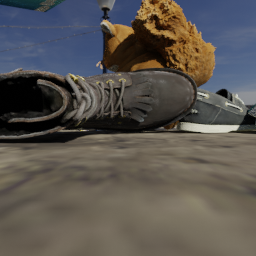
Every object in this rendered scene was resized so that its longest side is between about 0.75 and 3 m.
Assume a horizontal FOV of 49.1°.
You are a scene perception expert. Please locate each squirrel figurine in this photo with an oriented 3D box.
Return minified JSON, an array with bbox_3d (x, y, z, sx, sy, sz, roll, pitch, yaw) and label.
[{"bbox_3d":[0.424,-1.424,5.606,1.730,2.282,2.445,-6,-31,-38],"label":"squirrel figurine"}]

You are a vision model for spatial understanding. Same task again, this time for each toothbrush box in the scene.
[{"bbox_3d":[-2.032,-3.713,6.396,2.575,1.098,1.885,-4,7,41],"label":"toothbrush box"}]

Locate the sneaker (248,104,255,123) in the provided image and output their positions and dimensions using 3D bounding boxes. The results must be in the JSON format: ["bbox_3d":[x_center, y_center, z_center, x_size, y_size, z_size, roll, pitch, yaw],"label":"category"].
[{"bbox_3d":[2.335,-0.122,4.482,0.526,0.447,1.153,40,24,-2],"label":"sneaker"}]

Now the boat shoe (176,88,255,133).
[{"bbox_3d":[1.948,-0.325,5.277,2.463,0.833,0.885,1,-1,-34],"label":"boat shoe"}]

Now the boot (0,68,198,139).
[{"bbox_3d":[-0.417,-0.277,3.391,2.926,1.013,2.547,-6,5,3],"label":"boot"}]
